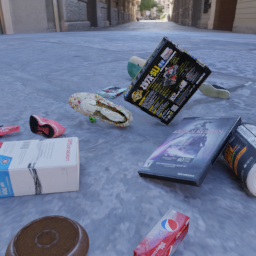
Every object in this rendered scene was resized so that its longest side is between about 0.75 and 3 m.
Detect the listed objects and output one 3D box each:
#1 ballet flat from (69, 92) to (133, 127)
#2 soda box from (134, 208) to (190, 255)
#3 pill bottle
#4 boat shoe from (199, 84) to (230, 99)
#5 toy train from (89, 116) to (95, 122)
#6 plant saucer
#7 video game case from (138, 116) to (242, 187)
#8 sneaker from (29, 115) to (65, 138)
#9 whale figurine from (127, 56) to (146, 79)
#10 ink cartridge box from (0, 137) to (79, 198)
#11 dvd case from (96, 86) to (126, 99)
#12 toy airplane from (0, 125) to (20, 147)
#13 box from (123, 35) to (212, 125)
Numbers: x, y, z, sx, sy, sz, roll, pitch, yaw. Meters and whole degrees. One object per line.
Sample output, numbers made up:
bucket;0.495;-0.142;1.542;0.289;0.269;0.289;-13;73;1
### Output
ballet flat;-1.102;-0.769;11.446;2.788;1.054;0.891;16;13;-5
soda box;0.743;2.390;5.949;0.534;0.484;1.526;17;29;32
pill bottle;3.659;0.736;8.439;1.429;1.429;2.690;-2;25;-4
boat shoe;4.812;-2.095;15.530;1.743;0.652;0.578;16;28;29
toy train;-1.632;-0.500;12.614;0.268;0.199;0.951;5;23;-14
plant saucer;-1.735;2.464;6.026;1.775;0.306;1.775;-1;25;0
video game case;1.896;0.550;8.524;2.098;0.279;2.937;0;36;47
sneaker;-3.276;-0.054;11.306;1.838;0.678;0.797;23;19;34
whale figurine;0.891;-3.797;18.755;2.176;1.419;2.736;26;8;11
ink cartridge box;-2.587;1.080;8.197;2.271;0.975;1.663;-2;25;-7
dvd case;-0.930;-2.048;15.988;1.188;0.179;1.627;14;29;27
toy airplane;-4.996;0.320;10.636;1.825;0.336;1.825;0;25;0
box;1.526;-1.781;11.181;2.300;2.880;0.711;29;23;-18
